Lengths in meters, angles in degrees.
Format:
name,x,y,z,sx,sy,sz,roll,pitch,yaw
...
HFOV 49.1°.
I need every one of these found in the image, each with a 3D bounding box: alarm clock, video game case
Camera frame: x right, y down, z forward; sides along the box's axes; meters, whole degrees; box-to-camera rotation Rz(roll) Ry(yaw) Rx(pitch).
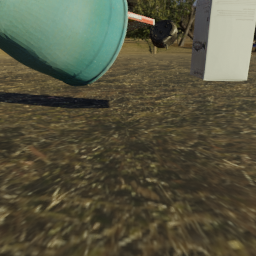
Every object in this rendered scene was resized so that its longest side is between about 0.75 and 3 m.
name,x,y,z,sx,sy,sz,roll,pitch,yaw
alarm clock,1.012,-2.998,8.717,1.275,0.860,0.424,43,0,36
video game case,-0.421,-2.706,7.097,1.371,0.167,1.918,4,10,39

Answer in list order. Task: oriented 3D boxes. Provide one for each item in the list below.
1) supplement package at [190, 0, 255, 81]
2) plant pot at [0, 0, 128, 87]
name,x,y,z,sx,sy,sz,roll,pitch,yaw
supplement package,2.984,-2.846,8.978,1.464,2.496,1.459,0,17,-6
plant pot,-1.525,-2.077,4.992,2.267,2.267,2.131,15,4,38
